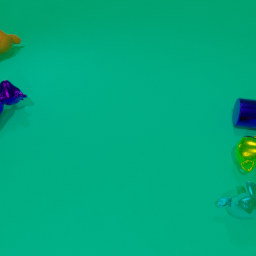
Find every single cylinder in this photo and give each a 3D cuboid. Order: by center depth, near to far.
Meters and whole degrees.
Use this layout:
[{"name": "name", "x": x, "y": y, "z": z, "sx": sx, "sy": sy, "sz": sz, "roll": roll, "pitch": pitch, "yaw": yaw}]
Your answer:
[{"name": "cylinder", "x": 3.325, "y": -0.392, "z": 7.583, "sx": 0.777, "sy": 0.777, "sz": 0.777, "roll": 7, "pitch": 46, "yaw": 7}]

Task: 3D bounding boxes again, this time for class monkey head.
[{"name": "monkey head", "x": 2.413, "y": 1.498, "z": 5.765, "sx": 1.049, "sy": 0.632, "sz": 0.754, "roll": 10, "pitch": 73, "yaw": -10}, {"name": "monkey head", "x": -4.591, "y": -3.221, "z": 9.801, "sx": 0.989, "sy": 1.180, "sz": 1.641, "roll": 30, "pitch": 34, "yaw": 14}]

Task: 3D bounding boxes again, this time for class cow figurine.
[{"name": "cow figurine", "x": -3.637, "y": -0.568, "z": 7.673, "sx": 1.574, "sy": 0.878, "sz": 1.600, "roll": 10, "pitch": 76, "yaw": -37}]

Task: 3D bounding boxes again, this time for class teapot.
[{"name": "teapot", "x": 2.969, "y": 0.548, "z": 6.613, "sx": 0.630, "sy": 0.799, "sz": 1.286, "roll": -3, "pitch": 40, "yaw": 46}]
